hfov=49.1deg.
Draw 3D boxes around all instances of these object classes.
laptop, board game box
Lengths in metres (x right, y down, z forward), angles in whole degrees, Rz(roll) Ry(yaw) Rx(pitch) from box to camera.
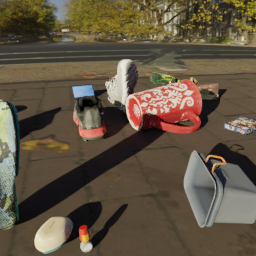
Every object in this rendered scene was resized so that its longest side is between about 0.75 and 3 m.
[{"bbox_3d":[-2.106,-1.713,13.955,1.102,0.642,1.244,-10,24,-23],"label":"laptop"},{"bbox_3d":[4.309,-0.102,10.403,1.297,0.224,0.878,-18,27,-39],"label":"board game box"}]

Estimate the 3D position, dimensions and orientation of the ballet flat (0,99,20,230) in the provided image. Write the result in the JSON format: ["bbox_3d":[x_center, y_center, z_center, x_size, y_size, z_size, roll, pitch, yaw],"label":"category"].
[{"bbox_3d":[-2.349,0.817,4.764,0.990,2.667,0.990,8,26,-4],"label":"ballet flat"}]

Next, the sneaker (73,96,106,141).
[{"bbox_3d":[-1.456,-0.598,10.144,0.990,1.369,2.801,-9,21,-15],"label":"sneaker"}]

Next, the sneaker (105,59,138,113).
[{"bbox_3d":[-0.385,-1.595,10.982,1.219,2.972,1.111,23,63,8],"label":"sneaker"}]

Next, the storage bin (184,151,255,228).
[{"bbox_3d":[2.007,1.225,5.945,1.119,1.213,1.666,8,21,-7],"label":"storage bin"}]

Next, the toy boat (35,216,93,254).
[{"bbox_3d":[-1.129,1.952,4.978,1.010,0.469,0.849,-2,16,16],"label":"toy boat"}]

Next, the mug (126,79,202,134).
[{"bbox_3d":[1.401,-0.761,10.301,2.436,1.625,2.162,-13,23,-23],"label":"mug"}]

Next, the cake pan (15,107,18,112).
[{"bbox_3d":[-5.433,-0.776,12.132,1.229,0.225,1.229,0,22,0],"label":"cake pan"}]

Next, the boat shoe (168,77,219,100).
[{"bbox_3d":[3.279,-2.124,14.468,2.827,1.017,1.020,14,25,31],"label":"boat shoe"}]

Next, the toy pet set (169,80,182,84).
[{"bbox_3d":[2.700,-2.434,15.708,0.760,0.710,0.404,5,31,12],"label":"toy pet set"}]

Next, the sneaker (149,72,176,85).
[{"bbox_3d":[2.168,-3.032,17.475,1.763,0.688,0.751,18,19,20],"label":"sneaker"}]
